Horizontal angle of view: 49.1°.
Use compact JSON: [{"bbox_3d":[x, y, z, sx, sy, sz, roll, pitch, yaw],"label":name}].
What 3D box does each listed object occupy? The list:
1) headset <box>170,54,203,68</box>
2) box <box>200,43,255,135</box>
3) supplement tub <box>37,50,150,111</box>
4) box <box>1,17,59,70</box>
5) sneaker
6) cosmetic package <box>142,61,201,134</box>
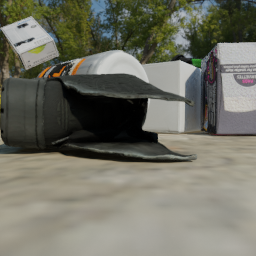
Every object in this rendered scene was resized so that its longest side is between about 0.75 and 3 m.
[{"bbox_3d":[1.975,-1.770,10.066,2.842,1.335,1.755,-8,39,-11],"label":"headset"},{"bbox_3d":[2.620,-0.666,5.027,2.362,1.561,1.355,0,2,3],"label":"box"},{"bbox_3d":[-0.840,-0.580,5.221,2.271,1.391,1.391,0,2,43],"label":"supplement tub"},{"bbox_3d":[-2.385,-2.088,6.767,0.871,0.449,1.493,-28,51,-17],"label":"box"},{"bbox_3d":[-0.422,-0.165,2.923,1.364,0.786,2.616,0,7,-10],"label":"sneaker"},{"bbox_3d":[0.628,-0.632,6.612,2.302,1.415,2.295,3,3,33],"label":"cosmetic package"}]
